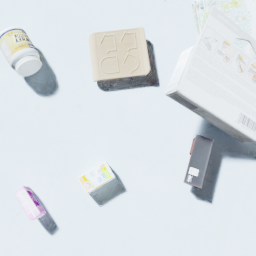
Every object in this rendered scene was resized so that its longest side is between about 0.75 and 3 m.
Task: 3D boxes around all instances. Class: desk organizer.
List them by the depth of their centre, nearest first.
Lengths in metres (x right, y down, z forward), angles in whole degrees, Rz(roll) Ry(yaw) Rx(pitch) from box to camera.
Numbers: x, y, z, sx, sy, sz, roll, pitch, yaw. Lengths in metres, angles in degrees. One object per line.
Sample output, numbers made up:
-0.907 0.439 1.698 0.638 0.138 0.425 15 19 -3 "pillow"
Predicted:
1.854 0.910 7.530 0.478 0.513 1.333 17 77 4 "desk organizer"

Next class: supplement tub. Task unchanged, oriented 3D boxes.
-3.119 -2.197 8.101 0.881 0.881 1.220 -32 78 -7 "supplement tub"

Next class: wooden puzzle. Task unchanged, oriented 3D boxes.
-0.268 -2.175 8.380 1.708 0.395 1.582 -8 76 3 "wooden puzzle"

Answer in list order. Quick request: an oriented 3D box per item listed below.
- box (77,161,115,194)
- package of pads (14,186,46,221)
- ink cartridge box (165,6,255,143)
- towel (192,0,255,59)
-0.833 1.328 7.464 0.874 0.443 0.492 -29 77 -7 "box"
-2.539 1.951 7.264 0.338 0.537 0.892 -36 79 -9 "package of pads"
2.666 -1.316 7.443 2.844 0.636 2.506 29 76 -18 "ink cartridge box"
3.378 -2.921 8.433 2.688 0.647 2.301 -4 79 -1 "towel"
